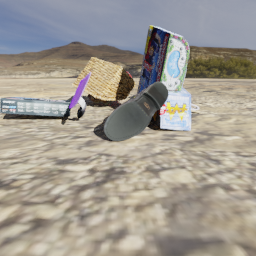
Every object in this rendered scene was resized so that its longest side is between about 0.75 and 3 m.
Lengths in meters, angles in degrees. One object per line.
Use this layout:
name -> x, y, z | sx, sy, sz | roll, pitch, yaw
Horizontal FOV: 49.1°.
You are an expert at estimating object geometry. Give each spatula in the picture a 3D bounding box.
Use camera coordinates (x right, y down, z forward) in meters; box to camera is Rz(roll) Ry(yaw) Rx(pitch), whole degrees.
spatula -> -1.169, -0.601, 6.890 | 0.282, 0.775, 2.741 | 22, -13, -4

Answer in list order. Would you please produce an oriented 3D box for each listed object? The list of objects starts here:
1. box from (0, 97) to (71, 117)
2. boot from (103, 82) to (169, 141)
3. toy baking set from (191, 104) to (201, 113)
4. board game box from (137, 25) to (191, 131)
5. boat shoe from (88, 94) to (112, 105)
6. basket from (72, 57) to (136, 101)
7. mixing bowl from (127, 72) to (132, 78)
box -> -2.772, -0.676, 8.662 | 1.968, 0.453, 1.564 | 3, 7, -12
boot -> -0.043, -0.294, 6.874 | 2.058, 0.712, 1.792 | -39, 10, -27
toy baking set -> 1.591, -0.997, 10.549 | 1.897, 0.288, 2.471 | 7, 11, -21
board game box -> 1.033, -1.189, 7.690 | 0.859, 2.785, 2.783 | 4, 25, -14
boat shoe -> -1.307, -1.434, 12.186 | 0.597, 0.630, 1.664 | 29, -11, -39
basket -> -0.929, -1.691, 11.376 | 2.083, 1.552, 1.487 | 26, -11, 38
mixing bowl -> -0.366, -2.242, 13.580 | 1.586, 1.586, 0.859 | -9, -15, -38
